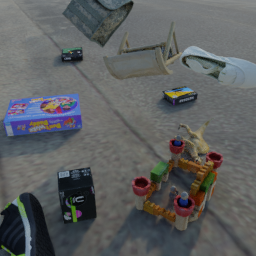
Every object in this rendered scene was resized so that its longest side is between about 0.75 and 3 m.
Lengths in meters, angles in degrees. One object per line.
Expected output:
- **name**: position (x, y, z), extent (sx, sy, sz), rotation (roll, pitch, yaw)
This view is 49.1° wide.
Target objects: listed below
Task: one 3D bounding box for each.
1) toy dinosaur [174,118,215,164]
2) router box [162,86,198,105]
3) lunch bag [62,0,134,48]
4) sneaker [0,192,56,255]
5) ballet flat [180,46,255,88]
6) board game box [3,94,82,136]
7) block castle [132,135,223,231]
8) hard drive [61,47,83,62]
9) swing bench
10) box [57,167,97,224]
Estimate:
- **toy dinosaur**: position (1.929, 0.342, 8.296), extent (1.072, 0.617, 2.119), rotation (23, 44, 7)
- **router box**: position (2.013, -1.272, 10.908), extent (1.112, 0.284, 0.829), rotation (-16, 36, -24)
- **lunch bag**: position (-0.733, -3.101, 7.263), extent (1.227, 1.496, 0.879), rotation (46, 16, 15)
- **sneaker**: position (-2.005, 2.181, 5.309), extent (0.890, 0.771, 2.149), rotation (-31, 37, -5)
- **ballet flat**: position (1.998, -1.281, 6.231), extent (1.940, 0.674, 0.674), rotation (29, 42, 28)
- **board game box**: position (-2.795, -0.493, 9.452), extent (2.363, 0.529, 1.589), rotation (-6, 33, -10)
- **block castle**: position (1.202, 1.122, 6.476), extent (1.445, 1.015, 2.163), rotation (20, 38, 28)
- **hard drive**: position (-3.002, -3.979, 15.142), extent (1.125, 0.305, 1.611), rotation (-5, 33, -8)
- **swing bench**: position (0.519, -2.230, 8.703), extent (1.813, 1.183, 1.823), rotation (1, 43, 29)
- **box**: position (-1.087, 1.442, 5.994), extent (0.733, 0.987, 0.613), rotation (-7, 33, -12)
